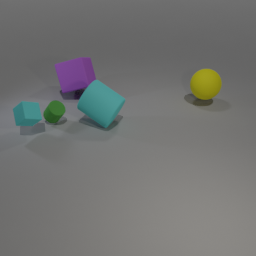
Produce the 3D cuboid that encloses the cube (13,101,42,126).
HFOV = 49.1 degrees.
[{"bbox_3d":[-3.727,-0.517,10.381,0.700,0.700,0.700,-26,-17,36],"label":"cube"}]

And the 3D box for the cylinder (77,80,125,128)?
[{"bbox_3d":[-1.047,-0.952,11.086,1.400,1.400,1.400,35,35,2],"label":"cylinder"}]

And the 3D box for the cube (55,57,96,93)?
[{"bbox_3d":[-2.502,-2.599,13.693,1.400,1.400,1.400,-11,11,13],"label":"cube"}]

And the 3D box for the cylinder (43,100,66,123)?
[{"bbox_3d":[-2.982,-0.649,11.336,0.700,0.700,0.700,18,55,-28],"label":"cylinder"}]

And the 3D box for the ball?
[{"bbox_3d":[3.569,-2.008,12.872,1.400,1.400,1.400,0,29,0],"label":"ball"}]
